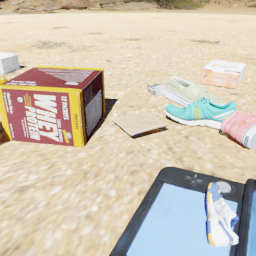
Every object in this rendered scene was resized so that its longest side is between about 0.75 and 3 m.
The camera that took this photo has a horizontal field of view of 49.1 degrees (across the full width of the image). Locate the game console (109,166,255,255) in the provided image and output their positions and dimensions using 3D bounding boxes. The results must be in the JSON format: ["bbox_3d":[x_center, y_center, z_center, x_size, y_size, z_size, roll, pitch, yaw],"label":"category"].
[{"bbox_3d":[1.290,1.025,3.732,2.621,1.735,2.981,12,29,22],"label":"game console"}]

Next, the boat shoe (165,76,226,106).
[{"bbox_3d":[2.098,-1.081,9.044,0.851,0.733,2.363,-21,33,-35],"label":"boat shoe"}]

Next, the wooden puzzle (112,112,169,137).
[{"bbox_3d":[0.314,-0.080,7.604,1.132,0.283,1.222,-14,25,-26],"label":"wooden puzzle"}]

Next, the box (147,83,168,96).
[{"bbox_3d":[1.243,-1.431,10.329,0.877,0.212,0.695,-9,28,-16],"label":"box"}]

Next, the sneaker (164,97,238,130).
[{"bbox_3d":[2.025,-0.515,7.864,1.985,0.791,0.769,6,27,14],"label":"sneaker"}]

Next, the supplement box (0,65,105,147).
[{"bbox_3d":[-1.896,-0.693,7.516,2.098,1.412,2.127,5,27,9],"label":"supplement box"}]

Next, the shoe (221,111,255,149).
[{"bbox_3d":[3.361,-0.174,7.224,2.042,0.730,0.929,-21,39,-27],"label":"shoe"}]

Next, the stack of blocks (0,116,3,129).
[{"bbox_3d":[-3.380,0.010,6.948,0.306,0.601,1.043,21,22,-17],"label":"stack of blocks"}]

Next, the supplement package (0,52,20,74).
[{"bbox_3d":[-5.866,-3.005,12.894,1.294,0.717,1.008,13,30,22],"label":"supplement package"}]

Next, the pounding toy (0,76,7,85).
[{"bbox_3d":[-4.156,-1.228,9.113,2.022,0.938,1.561,-1,27,-1],"label":"pounding toy"}]

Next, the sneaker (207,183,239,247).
[{"bbox_3d":[1.339,1.218,3.983,0.425,0.363,0.963,-4,45,15],"label":"sneaker"}]

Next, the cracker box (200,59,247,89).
[{"bbox_3d":[3.977,-2.297,11.603,1.428,0.615,2.132,13,30,25],"label":"cracker box"}]
